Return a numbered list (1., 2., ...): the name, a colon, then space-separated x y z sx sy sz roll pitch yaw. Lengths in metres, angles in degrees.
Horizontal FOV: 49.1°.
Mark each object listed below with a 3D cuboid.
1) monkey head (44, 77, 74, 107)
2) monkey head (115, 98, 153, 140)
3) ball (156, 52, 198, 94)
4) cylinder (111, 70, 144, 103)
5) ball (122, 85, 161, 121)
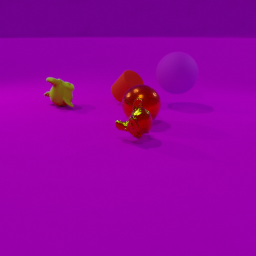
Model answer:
1. monkey head: -2.280 -1.159 9.107 1.399 0.843 1.006 22 3 34
2. monkey head: 0.157 -0.147 6.413 0.779 1.083 0.653 11 48 27
3. ball: 1.608 -1.794 9.202 1.374 1.374 1.374 0 20 0
4. cylinder: -0.023 -1.386 9.478 0.837 0.837 0.837 -21 -15 -45
5. ball: 0.359 -0.634 7.522 1.055 1.055 1.055 0 20 0
